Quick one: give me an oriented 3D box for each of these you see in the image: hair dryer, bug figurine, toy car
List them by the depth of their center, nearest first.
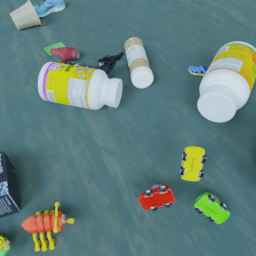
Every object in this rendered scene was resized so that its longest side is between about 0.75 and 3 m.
[{"bbox_3d":[-2.149,2.936,5.518,2.297,0.762,2.962,-9,49,-8],"label":"bug figurine"},{"bbox_3d":[1.506,1.512,6.483,1.883,2.002,0.446,37,18,-7],"label":"toy car"},{"bbox_3d":[-2.436,-2.570,10.567,1.413,0.504,1.856,-26,52,-20],"label":"hair dryer"}]

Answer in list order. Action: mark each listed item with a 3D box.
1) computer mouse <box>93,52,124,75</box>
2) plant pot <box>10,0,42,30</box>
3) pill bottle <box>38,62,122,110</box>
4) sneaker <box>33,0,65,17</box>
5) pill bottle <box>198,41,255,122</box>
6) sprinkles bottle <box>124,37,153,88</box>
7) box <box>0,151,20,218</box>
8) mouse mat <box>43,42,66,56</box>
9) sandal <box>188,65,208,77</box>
[{"bbox_3d":[-0.804,-2.076,9.734,1.050,1.516,0.400,-27,92,-33],"label":"computer mouse"},{"bbox_3d":[-4.538,-4.862,12.307,1.027,1.122,1.122,-28,54,-10],"label":"plant pot"},{"bbox_3d":[-1.470,-1.299,8.907,2.457,1.281,1.281,11,49,9],"label":"pill bottle"},{"bbox_3d":[-3.933,-5.900,13.270,1.892,0.851,0.742,-34,57,-26],"label":"sneaker"},{"bbox_3d":[3.180,-1.459,8.921,1.493,1.493,2.688,22,53,18],"label":"pill bottle"},{"bbox_3d":[0.363,-2.436,10.259,0.757,0.757,2.219,-6,49,-5],"label":"sprinkles bottle"},{"bbox_3d":[-3.624,1.526,6.651,1.736,0.929,1.288,-16,51,-14],"label":"box"},{"bbox_3d":[-2.972,-3.242,11.475,0.880,0.033,0.708,-28,54,-24],"label":"mouse mat"},{"bbox_3d":[2.695,-2.126,10.228,0.985,0.429,0.391,19,53,18],"label":"sandal"}]
